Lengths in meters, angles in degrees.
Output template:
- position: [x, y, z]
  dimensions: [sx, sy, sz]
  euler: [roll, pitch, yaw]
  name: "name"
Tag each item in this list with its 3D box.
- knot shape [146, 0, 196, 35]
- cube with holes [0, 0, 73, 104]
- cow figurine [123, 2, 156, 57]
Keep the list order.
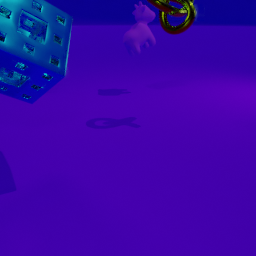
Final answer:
- position: [1.096, -3.291, 7.376]
  dimensions: [1.392, 1.488, 0.687]
  euler: [15, -11, -9]
  name: "knot shape"
- position: [-1.904, -1.401, 4.844]
  dimensions: [1.284, 1.284, 1.284]
  euler: [20, -30, -37]
  name: "cube with holes"
- position: [0.385, -3.801, 10.742]
  dimensions: [1.694, 1.667, 0.930]
  euler: [-36, 20, -20]
  name: "cow figurine"
